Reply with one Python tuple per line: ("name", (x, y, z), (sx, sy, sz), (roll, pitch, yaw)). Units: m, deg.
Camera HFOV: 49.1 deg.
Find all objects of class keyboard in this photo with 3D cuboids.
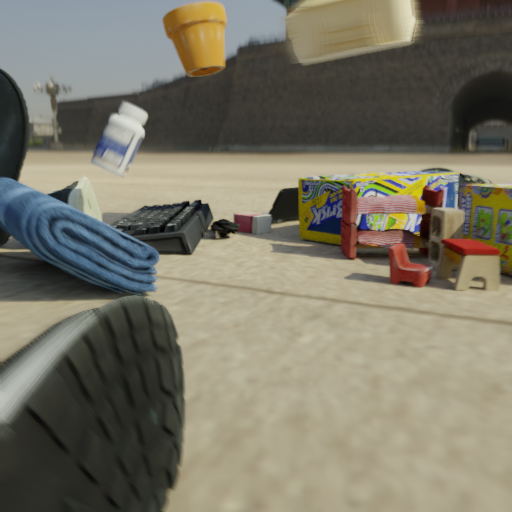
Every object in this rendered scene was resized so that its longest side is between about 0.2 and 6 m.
("keyboard", (-1.550, -0.640, 10.710), (2.515, 0.537, 4.188), (0, 12, 0))

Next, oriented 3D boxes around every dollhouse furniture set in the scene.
("dollhouse furniture set", (2.120, -0.353, 7.777), (1.424, 1.076, 2.647), (-1, 11, -3))

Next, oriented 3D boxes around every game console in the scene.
("game console", (0.607, -1.170, 12.510), (1.423, 0.828, 1.252), (-10, 15, -42))

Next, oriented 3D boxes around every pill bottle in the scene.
("pill bottle", (-2.010, -1.726, 8.329), (0.552, 0.996, 0.552), (25, 2, -1))

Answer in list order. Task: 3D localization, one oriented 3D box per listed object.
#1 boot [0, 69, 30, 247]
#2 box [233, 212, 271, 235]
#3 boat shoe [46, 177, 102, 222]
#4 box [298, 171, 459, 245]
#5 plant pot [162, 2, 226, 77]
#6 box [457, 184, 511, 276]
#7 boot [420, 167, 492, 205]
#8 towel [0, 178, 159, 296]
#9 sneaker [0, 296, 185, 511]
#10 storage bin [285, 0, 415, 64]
("boot", (-4.173, -1.345, 7.957), (1.172, 3.069, 2.579), (6, 7, -9))
("box", (-0.076, -0.647, 11.067), (0.666, 0.363, 0.425), (11, 15, 43))
("boat shoe", (-3.452, -0.830, 10.298), (1.004, 1.066, 2.970), (-15, 11, -5))
("box", (2.478, -1.004, 10.797), (3.628, 1.166, 1.271), (-11, 15, -42))
("plant pot", (-1.084, -4.074, 10.714), (1.195, 1.094, 1.195), (-12, 6, 1))
("box", (4.113, -0.371, 7.684), (1.907, 1.163, 1.837), (-3, 11, -19))
("boot", (4.897, -2.007, 15.897), (2.158, 1.031, 2.857), (-3, 14, -34))
("towel", (-2.470, -0.288, 7.060), (1.646, 0.715, 2.947), (31, -6, -36))
("sneaker", (-1.218, 0.843, 2.075), (1.249, 1.080, 2.853), (-3, 10, 15))
("storage bin", (1.664, -4.107, 9.650), (1.905, 0.899, 1.918), (-4, 30, 21))
